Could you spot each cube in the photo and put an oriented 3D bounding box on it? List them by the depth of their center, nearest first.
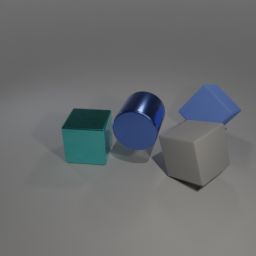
[{"bbox_3d":[2.019,0.685,8.497,1.400,1.400,1.400,-27,21,-33],"label":"cube"},{"bbox_3d":[-1.339,0.266,9.619,1.400,1.400,1.400,3,31,5],"label":"cube"},{"bbox_3d":[3.014,-0.637,10.307,1.400,1.400,1.400,51,31,16],"label":"cube"}]

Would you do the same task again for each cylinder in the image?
[{"bbox_3d":[0.376,-0.254,8.868,1.400,1.400,1.400,8,34,14],"label":"cylinder"}]
